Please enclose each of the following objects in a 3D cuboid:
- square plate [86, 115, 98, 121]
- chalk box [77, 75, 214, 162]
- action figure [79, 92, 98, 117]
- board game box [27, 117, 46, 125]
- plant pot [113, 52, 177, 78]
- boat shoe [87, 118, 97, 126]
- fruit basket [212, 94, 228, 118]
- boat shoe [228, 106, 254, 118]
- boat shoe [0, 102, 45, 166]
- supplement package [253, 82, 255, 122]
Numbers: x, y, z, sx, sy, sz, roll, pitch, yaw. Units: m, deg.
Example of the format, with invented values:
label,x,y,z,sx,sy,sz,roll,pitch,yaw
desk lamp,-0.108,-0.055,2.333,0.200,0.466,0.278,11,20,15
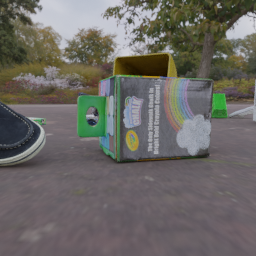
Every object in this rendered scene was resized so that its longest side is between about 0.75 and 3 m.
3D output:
label,x,y,z,sx,sy,sz,roll,pitch,yaw
square plate,-1.048,-0.409,11.266,1.412,0.201,1.399,3,7,26
chalk box,0.159,-0.178,4.292,1.887,1.174,1.168,0,6,-16
action figure,-1.122,-0.703,10.494,1.686,0.882,1.631,22,-9,-20
board game box,-3.593,-0.223,9.427,1.398,0.204,0.941,4,7,36
plant pot,1.056,-1.857,13.979,2.884,2.884,2.544,3,-4,27
boat shoe,-0.937,-0.093,7.502,0.417,0.341,0.992,-1,6,-12
fruit basket,4.068,-0.884,12.864,0.872,1.210,1.210,1,6,9
boat shoe,5.065,-0.615,12.425,1.131,0.372,0.407,-21,1,21
boat shoe,-2.209,-0.205,3.688,2.404,0.748,0.897,22,53,13
supplement package,5.809,-0.873,9.212,2.700,1.535,1.479,1,7,-2
